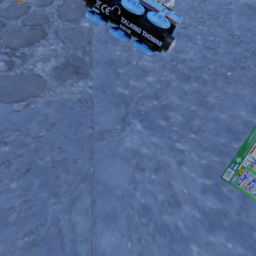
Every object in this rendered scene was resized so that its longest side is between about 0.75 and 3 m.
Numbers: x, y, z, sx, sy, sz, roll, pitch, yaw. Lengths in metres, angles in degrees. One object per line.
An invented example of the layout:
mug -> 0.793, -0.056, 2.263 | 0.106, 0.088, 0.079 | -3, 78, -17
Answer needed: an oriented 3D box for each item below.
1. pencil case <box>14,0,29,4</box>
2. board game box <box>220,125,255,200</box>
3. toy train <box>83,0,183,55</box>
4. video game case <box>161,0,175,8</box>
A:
pencil case -> -3.654, -4.588, 8.376 | 0.854, 1.909, 0.743 | -20, 74, 11
board game box -> 2.082, 0.378, 4.165 | 1.377, 0.926, 0.200 | -57, 28, 4
toy train -> 0.103, -2.610, 6.495 | 2.386, 1.034, 1.363 | 31, 39, -1
video game case -> 1.160, -3.786, 7.803 | 0.105, 0.912, 0.831 | 10, 9, -18
